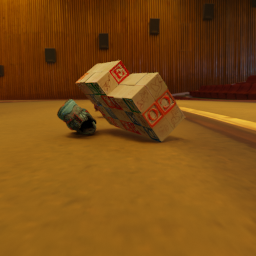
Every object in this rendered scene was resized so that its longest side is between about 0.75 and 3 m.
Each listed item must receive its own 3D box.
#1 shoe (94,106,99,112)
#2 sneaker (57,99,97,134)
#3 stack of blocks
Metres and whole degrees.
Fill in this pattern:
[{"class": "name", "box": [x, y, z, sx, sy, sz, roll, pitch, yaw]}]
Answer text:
[{"class": "shoe", "box": [-0.900, -0.895, 11.459, 0.965, 0.758, 2.122, -15, 22, -7]}, {"class": "sneaker", "box": [-1.123, -0.086, 6.872, 0.800, 0.664, 1.674, 40, -1, 14]}, {"class": "stack of blocks", "box": [-0.090, -0.731, 6.740, 0.811, 1.594, 2.769, -44, 25, -14]}]
